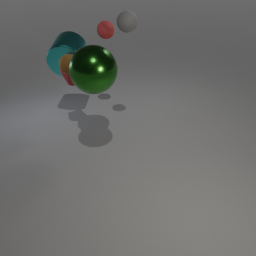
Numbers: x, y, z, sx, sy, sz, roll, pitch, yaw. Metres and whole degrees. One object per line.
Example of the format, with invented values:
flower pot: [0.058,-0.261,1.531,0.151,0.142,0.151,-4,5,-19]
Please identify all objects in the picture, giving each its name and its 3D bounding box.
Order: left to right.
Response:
cylinder: [-2.475,-3.035,11.497,1.400,1.400,1.400,2,41,3]
ball: [-2.103,-2.259,9.945,0.700,0.700,0.700,0,31,0]
cylinder: [-2.133,-2.086,10.635,0.700,0.700,0.700,-22,65,-32]
ball: [-1.001,-1.685,8.120,1.400,1.400,1.400,0,31,0]
ball: [-0.885,-3.892,11.104,0.700,0.700,0.700,0,31,0]
ball: [-0.028,-3.575,9.419,0.700,0.700,0.700,0,31,0]
